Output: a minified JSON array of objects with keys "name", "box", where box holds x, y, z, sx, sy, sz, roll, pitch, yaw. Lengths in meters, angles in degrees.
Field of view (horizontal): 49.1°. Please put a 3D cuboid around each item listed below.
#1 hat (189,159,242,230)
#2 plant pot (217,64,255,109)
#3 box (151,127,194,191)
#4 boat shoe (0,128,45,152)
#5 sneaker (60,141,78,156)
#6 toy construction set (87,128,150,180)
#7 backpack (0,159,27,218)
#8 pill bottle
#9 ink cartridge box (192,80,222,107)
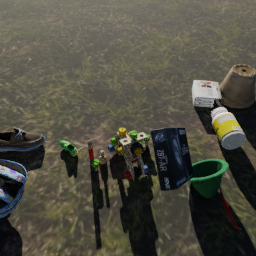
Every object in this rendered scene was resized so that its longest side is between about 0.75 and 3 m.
[{"name":"hat","box":[2.653,2.080,9.005,1.518,1.613,1.833,-15,10,25]},{"name":"plant pot","box":[4.870,-1.920,12.220,1.672,1.450,1.672,1,44,-1]},{"name":"box","box":[1.049,0.634,6.376,0.347,1.276,1.593,-11,-5,26]},{"name":"boat shoe","box":[-4.103,0.416,10.338,1.963,0.710,0.709,-9,45,-9]},{"name":"sneaker","box":[-2.173,0.673,10.322,0.883,0.369,0.327,31,53,28]},{"name":"toy construction set","box":[-0.281,0.587,9.459,2.219,1.705,1.850,-2,44,-1]},{"name":"backpack","box":[-4.033,1.847,8.381,2.060,1.386,1.881,10,45,10]},{"name":"pill bottle","box":[3.749,-0.038,10.677,0.890,0.890,1.599,-4,45,-5]},{"name":"ink cartridge box","box":[3.472,-1.524,12.448,1.127,0.538,1.283,5,45,5]}]
